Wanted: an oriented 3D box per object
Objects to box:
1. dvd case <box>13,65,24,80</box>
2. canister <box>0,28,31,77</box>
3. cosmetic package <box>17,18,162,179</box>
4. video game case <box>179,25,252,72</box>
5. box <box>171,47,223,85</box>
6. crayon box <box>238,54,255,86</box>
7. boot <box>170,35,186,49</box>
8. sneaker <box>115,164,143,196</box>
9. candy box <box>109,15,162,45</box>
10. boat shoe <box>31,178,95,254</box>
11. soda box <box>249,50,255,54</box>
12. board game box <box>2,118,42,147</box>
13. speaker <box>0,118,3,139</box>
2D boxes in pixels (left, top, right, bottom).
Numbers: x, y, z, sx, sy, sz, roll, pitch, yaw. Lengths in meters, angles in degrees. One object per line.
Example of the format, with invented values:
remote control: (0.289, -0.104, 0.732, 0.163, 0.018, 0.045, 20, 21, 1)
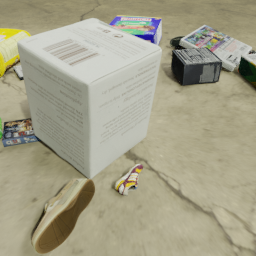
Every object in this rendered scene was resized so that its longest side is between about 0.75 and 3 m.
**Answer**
dvd case: (-3.789, -2.369, 11.361, 1.453, 0.180, 1.092, -20, 41, -25)
canister: (-5.485, -3.216, 11.675, 2.067, 1.205, 2.784, 8, 36, 11)
cosmetic package: (-0.897, -0.786, 6.816, 2.276, 2.720, 2.262, 33, 48, 26)
video game case: (3.948, -3.636, 12.456, 2.537, 0.320, 2.784, 33, 45, 17)
box: (2.570, -2.391, 10.764, 1.467, 0.911, 1.479, -6, 37, -8)
crayon box: (5.605, -1.861, 10.182, 1.855, 0.742, 2.923, -7, 36, -9)
boot: (2.714, -3.756, 12.918, 1.654, 0.597, 1.249, 6, 39, 10)
sneaker: (0.120, 1.202, 6.411, 0.409, 0.341, 0.909, 33, 53, 25)
candy box: (0.296, -4.509, 13.499, 2.403, 1.095, 2.842, 6, 36, 10)
boat shoe: (-1.330, 1.655, 5.553, 0.576, 0.639, 1.773, 4, 35, 28)
soda box: (5.707, -3.152, 12.331, 0.263, 0.294, 0.830, -13, 37, -21)
board game box: (-2.821, 0.061, 7.994, 1.363, 0.236, 0.923, -10, 38, -13)
speaker: (-3.798, -0.028, 7.988, 0.402, 0.402, 0.908, -14, 38, -18)
